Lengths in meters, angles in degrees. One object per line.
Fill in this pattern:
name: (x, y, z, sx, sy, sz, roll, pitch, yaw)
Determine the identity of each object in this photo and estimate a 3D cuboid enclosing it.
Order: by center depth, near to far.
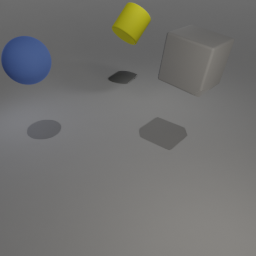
cube: (1.902, -1.945, 7.953, 1.400, 1.400, 1.400, 30, 41, 27)
ball: (-2.992, -1.990, 8.294, 1.400, 1.400, 1.400, 0, 31, 0)
cylinder: (0.159, -4.989, 13.464, 1.400, 1.400, 1.400, 32, -1, 0)
